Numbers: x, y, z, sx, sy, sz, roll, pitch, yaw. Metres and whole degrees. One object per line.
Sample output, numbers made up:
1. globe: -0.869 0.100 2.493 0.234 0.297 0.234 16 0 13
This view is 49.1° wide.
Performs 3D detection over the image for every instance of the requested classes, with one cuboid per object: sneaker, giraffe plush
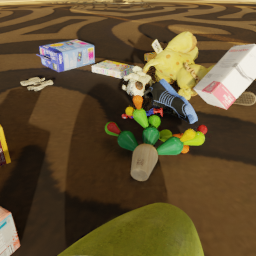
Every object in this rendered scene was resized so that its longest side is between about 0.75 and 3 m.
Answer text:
1. sneaker: 1.407 -0.786 9.544 0.906 0.815 2.325 -34 46 -1
2. sneaker: 3.824 -1.198 10.467 1.803 0.635 0.681 19 17 22
3. giraffe plush: 2.208 -2.167 10.675 2.225 2.367 2.743 48 24 23

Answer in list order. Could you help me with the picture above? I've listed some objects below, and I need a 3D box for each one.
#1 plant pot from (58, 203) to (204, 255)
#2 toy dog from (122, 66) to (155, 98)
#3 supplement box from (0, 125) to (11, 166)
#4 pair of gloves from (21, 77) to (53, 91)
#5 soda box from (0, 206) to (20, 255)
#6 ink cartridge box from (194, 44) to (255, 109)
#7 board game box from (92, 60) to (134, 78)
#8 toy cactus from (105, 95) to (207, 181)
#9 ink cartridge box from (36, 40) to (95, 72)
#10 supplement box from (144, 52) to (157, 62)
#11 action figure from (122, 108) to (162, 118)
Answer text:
1. plant pot: 0.209 1.991 3.782 2.094 2.094 2.238 12 16 20
2. toy dog: 0.394 -1.593 10.854 1.304 0.938 1.345 28 36 2
3. supplement box: -3.699 0.449 6.997 1.103 1.087 0.732 -21 36 -31
4. pair of gloves: -3.838 -1.854 11.809 1.028 0.212 1.209 -28 38 -33
5. soda box: -3.067 2.261 4.076 0.984 0.915 2.879 17 34 26
6. ink cartridge box: 3.113 -1.580 8.578 1.853 0.767 1.358 -47 16 3
7. board game box: -0.708 -2.822 13.361 1.694 0.290 1.139 19 35 29
8. toy cactus: 0.613 0.309 7.280 2.768 1.416 2.284 14 42 7
9. ink cartridge box: -3.223 -3.652 14.140 2.598 0.992 1.773 -26 39 -34
10. supplement box: 1.450 -3.862 15.068 1.128 0.388 0.375 -18 32 -23
11. action figure: 0.463 -0.446 9.287 1.342 0.347 0.439 -2 24 6
